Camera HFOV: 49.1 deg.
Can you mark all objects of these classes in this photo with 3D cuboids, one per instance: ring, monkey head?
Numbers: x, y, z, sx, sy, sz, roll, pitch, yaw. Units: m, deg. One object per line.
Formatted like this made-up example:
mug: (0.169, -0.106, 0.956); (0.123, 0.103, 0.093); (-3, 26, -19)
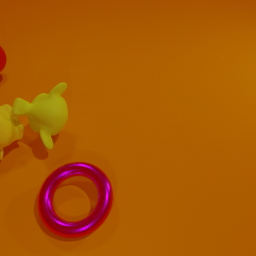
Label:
ring: (-1.121, 1.486, 5.964); (1.626, 0.325, 1.626); (-2, 61, 4)
monkey head: (-3.128, -0.055, 6.775); (0.914, 1.517, 1.091); (-27, 25, -30)
monkey head: (-2.039, -0.366, 6.692); (0.983, 1.174, 1.631); (11, 87, 30)

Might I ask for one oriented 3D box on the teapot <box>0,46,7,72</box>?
teapot: (-4.054, -2.007, 8.191); (0.738, 1.508, 0.938); (18, 71, 11)
